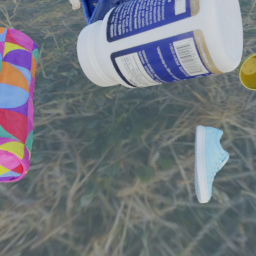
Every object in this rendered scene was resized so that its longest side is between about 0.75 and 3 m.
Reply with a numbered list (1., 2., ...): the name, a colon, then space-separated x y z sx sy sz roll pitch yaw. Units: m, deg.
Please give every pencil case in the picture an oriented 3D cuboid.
1. pencil case: -2.248 -0.440 4.897 1.280 1.280 2.896 -4 57 -4

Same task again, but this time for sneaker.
1. sneaker: 1.035 0.417 3.432 0.413 0.373 1.008 2 64 11

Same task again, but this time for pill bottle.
1. pill bottle: 0.525 -1.723 5.525 2.983 1.726 1.726 -4 36 36

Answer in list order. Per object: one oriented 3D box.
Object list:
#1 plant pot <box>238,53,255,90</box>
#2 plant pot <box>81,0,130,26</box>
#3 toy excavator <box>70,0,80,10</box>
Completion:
1. plant pot: 2.684 -1.261 5.977 0.772 0.772 0.548 1 26 1
2. plant pot: -0.415 -4.330 8.596 1.662 1.848 1.848 -8 76 -27
3. toy excavator: -1.669 -3.891 7.717 0.492 0.984 0.957 -31 53 -23
